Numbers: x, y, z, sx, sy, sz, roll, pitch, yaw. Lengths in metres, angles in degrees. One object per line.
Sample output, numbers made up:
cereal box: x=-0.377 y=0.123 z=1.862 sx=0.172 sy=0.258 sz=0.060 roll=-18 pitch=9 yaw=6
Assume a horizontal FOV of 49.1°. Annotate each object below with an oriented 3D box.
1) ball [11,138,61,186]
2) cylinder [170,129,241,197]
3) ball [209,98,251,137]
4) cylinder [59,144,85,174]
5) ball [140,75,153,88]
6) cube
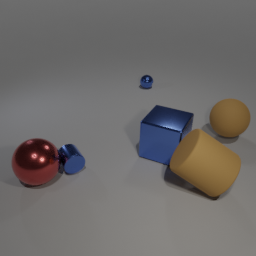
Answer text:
ball: x=-2.710 y=0.996 z=8.325 sx=1.400 sy=1.400 sz=1.400 roll=0 pitch=31 yaw=0
cylinder: x=2.126 y=0.958 z=7.829 sx=1.400 sy=1.400 sz=1.400 roll=34 pitch=33 yaw=-6
ball: x=3.674 y=-0.367 z=10.136 sx=1.400 sy=1.400 sz=1.400 roll=0 pitch=31 yaw=0
cylinder: x=-1.804 y=0.970 z=8.873 sx=0.700 sy=0.700 sz=0.700 roll=-17 pitch=38 yaw=-26
ball: x=0.977 y=-2.424 z=14.623 sx=0.700 sy=0.700 sz=0.700 roll=0 pitch=31 yaw=0
cube: x=1.295 y=0.233 z=9.503 sx=1.400 sy=1.400 sz=1.400 roll=15 pitch=34 yaw=22
